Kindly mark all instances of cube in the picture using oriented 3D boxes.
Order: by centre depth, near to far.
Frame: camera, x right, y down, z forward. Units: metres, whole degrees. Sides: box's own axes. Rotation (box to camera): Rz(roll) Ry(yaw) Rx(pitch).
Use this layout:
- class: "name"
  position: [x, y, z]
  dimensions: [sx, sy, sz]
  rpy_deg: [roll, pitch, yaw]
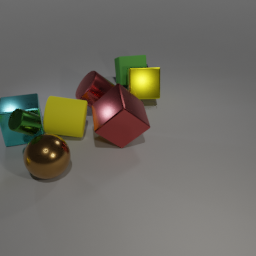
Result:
- class: "cube"
  position: [-0.280, -0.415, 9.933]
  dimensions: [1.400, 1.400, 1.400]
  rpy_deg: [-37, 42, 23]
- class: "cube"
  position: [-3.992, -0.335, 10.568]
  dimensions: [1.400, 1.400, 1.400]
  rpy_deg: [-9, 33, -14]
- class: "cube"
  position: [0.699, -2.102, 13.079]
  dimensions: [1.400, 1.400, 1.400]
  rpy_deg: [-2, 11, -4]
- class: "cube"
  position: [0.137, -2.985, 14.514]
  dimensions: [1.400, 1.400, 1.400]
  rpy_deg: [-7, 11, -10]

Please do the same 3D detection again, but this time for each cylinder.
- class: "cylinder"
  position: [-3.142, -0.172, 8.537]
  dimensions: [0.700, 0.700, 0.700]
  rpy_deg: [28, 3, 38]
- class: "cylinder"
  position: [-2.315, -0.421, 10.512]
  dimensions: [1.400, 1.400, 1.400]
  rpy_deg: [8, 31, -6]
- class: "cylinder"
  position: [-1.277, -1.485, 11.927]
  dimensions: [1.400, 1.400, 1.400]
  rpy_deg: [33, 17, -30]

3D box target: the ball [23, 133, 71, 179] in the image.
- class: "ball"
  position: [-2.483, 0.868, 8.634]
  dimensions: [1.400, 1.400, 1.400]
  rpy_deg: [0, 32, 0]
